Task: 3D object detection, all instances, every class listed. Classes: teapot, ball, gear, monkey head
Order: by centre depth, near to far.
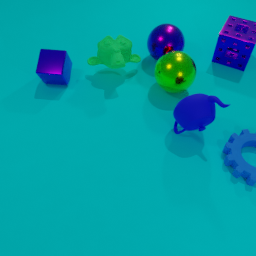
[{"bbox_3d":[2.864,0.646,6.299,1.365,0.253,1.365,0,53,-1],"label":"gear"},{"bbox_3d":[1.599,-0.316,6.386,0.983,1.581,0.774,3,60,-40],"label":"teapot"},{"bbox_3d":[1.260,-1.495,7.481,1.116,1.116,1.116,0,51,0],"label":"ball"},{"bbox_3d":[-0.349,-1.944,7.776,1.569,0.946,1.129,-6,65,-8],"label":"monkey head"},{"bbox_3d":[1.119,-2.504,8.288,1.117,1.117,1.117,0,51,0],"label":"ball"}]

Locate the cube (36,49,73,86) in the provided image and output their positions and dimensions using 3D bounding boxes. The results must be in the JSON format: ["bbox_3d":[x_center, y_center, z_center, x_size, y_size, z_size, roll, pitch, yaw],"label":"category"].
[{"bbox_3d":[-2.018,-1.667,7.734,0.727,0.727,0.727,5,76,4],"label":"cube"}]

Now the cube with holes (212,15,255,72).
[{"bbox_3d":[3.234,-2.517,8.326,1.008,1.008,1.008,23,59,17],"label":"cube with holes"}]
